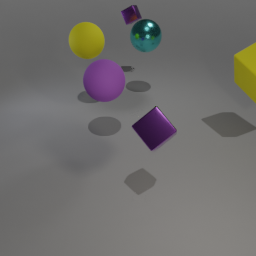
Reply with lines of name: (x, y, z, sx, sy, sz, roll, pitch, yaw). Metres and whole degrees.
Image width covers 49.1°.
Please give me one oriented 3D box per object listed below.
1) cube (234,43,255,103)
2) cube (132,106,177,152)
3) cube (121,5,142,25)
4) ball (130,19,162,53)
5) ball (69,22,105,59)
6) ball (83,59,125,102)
cube: (4.461, -1.857, 9.102, 1.400, 1.400, 1.400, -30, 54, 2)
cube: (0.598, 0.048, 6.229, 0.700, 0.700, 0.700, -39, 79, 3)
cube: (0.175, -5.700, 14.116, 0.700, 0.700, 0.700, -18, 15, 26)
ball: (0.780, -4.036, 12.288, 1.400, 1.400, 1.400, 0, 32, 0)
ball: (-1.630, -3.448, 11.087, 1.400, 1.400, 1.400, 0, 32, 0)
ball: (-0.787, -1.567, 9.303, 1.400, 1.400, 1.400, 0, 32, 0)
